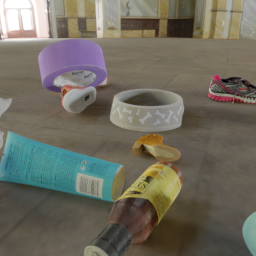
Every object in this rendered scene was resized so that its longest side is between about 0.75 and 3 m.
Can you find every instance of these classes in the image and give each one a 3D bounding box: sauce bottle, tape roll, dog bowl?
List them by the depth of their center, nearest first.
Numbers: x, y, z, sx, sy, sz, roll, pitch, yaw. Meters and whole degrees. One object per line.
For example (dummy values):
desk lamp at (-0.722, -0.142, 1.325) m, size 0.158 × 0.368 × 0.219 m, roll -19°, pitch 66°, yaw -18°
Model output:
sauce bottle at (0.193, 1.322, 4.547) m, size 0.773 × 0.773 × 2.341 m, roll 11°, pitch 23°, yaw 26°
dog bowl at (0.678, -0.710, 9.611) m, size 2.633 × 0.772 × 2.633 m, roll 1°, pitch 22°, yaw 0°
tape roll at (-2.233, -2.430, 11.410) m, size 2.622 × 1.114 × 2.622 m, roll -12°, pitch -13°, yaw -3°

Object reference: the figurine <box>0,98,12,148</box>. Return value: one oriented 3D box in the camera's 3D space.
figurine at (-3.668, -0.279, 6.813) m, size 1.433 × 1.398 × 0.617 m, roll 15°, pitch 5°, yaw -37°

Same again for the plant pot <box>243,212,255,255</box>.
plant pot at (2.033, 1.544, 4.035) m, size 0.901 × 0.901 × 0.606 m, roll -10°, pitch -3°, yaw -23°

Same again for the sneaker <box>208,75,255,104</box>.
sneaker at (4.735, -1.590, 11.475) m, size 2.691 × 1.005 × 1.085 m, roll 3°, pitch 22°, yaw 6°

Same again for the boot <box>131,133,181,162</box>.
boot at (0.787, 0.427, 7.156) m, size 1.297 × 0.456 × 0.928 m, roll 4°, pitch 25°, yaw 23°

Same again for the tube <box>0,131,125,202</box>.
tube at (-1.459, 0.822, 5.667) m, size 2.768 × 1.072 × 0.697 m, roll 11°, pitch -11°, yaw 17°

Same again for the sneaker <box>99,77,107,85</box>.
sneaker at (-1.672, -2.447, 13.861) m, size 1.102 × 0.794 × 2.108 m, roll -1°, pitch 17°, yaw 11°

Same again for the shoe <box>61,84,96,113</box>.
shoe at (-2.154, -1.146, 10.662) m, size 1.107 × 0.869 × 2.433 m, roll 4°, pitch 17°, yaw 15°

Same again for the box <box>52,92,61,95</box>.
box at (-2.930, -1.671, 12.885) m, size 0.927 × 0.099 × 0.758 m, roll 2°, pitch 22°, yaw 5°
